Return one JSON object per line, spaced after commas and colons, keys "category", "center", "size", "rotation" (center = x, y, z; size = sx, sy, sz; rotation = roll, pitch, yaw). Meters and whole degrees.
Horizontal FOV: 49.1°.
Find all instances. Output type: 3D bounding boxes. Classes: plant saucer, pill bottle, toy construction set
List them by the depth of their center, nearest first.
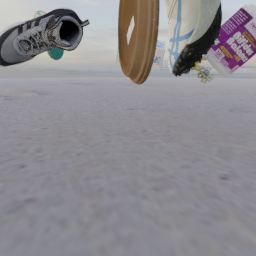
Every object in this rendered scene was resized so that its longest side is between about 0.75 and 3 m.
{"category": "pill bottle", "center": [2.717, -2.175, 6.571], "size": [1.880, 1.055, 1.055], "rotation": [-42, -6, 25]}
{"category": "plant saucer", "center": [0.151, -2.570, 6.885], "size": [0.438, 2.977, 2.977], "rotation": [-1, 13, -12]}
{"category": "toy construction set", "center": [2.281, -2.120, 8.823], "size": [1.172, 0.824, 1.788], "rotation": [-12, -27, 7]}

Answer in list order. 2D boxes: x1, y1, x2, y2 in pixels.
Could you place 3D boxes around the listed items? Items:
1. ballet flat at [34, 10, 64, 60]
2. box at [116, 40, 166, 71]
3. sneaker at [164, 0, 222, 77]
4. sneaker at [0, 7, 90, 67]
{"category": "ballet flat", "center": [-2.735, -3.269, 9.822], "size": [0.841, 0.710, 2.223], "rotation": [-35, -14, -15]}
{"category": "box", "center": [0.536, -3.099, 11.398], "size": [1.827, 0.926, 1.028], "rotation": [11, 36, 2]}
{"category": "sneaker", "center": [1.104, -2.242, 5.095], "size": [1.071, 2.980, 1.080], "rotation": [-30, 58, -21]}
{"category": "sneaker", "center": [-2.219, -2.286, 7.121], "size": [2.615, 0.987, 1.488], "rotation": [-34, 36, -15]}
